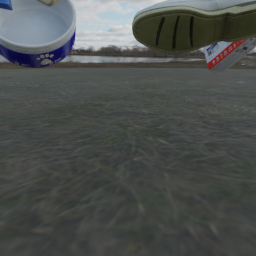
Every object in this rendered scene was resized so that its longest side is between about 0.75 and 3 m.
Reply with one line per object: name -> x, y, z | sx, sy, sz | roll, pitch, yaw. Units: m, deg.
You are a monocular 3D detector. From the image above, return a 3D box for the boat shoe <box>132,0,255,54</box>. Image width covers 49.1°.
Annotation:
boat shoe -> 1.223, -1.936, 4.864 | 2.402, 0.898, 0.821 | -5, 57, -5

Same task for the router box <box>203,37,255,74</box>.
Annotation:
router box -> 2.947, -2.835, 7.830 | 0.495, 1.820, 2.027 | 9, -30, -28

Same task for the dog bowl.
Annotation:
dog bowl -> -2.971, -3.247, 8.786 | 2.652, 2.652, 1.044 | -3, -24, -13

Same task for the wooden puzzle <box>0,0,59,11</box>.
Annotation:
wooden puzzle -> -1.641, -3.458, 6.185 | 1.950, 0.338, 2.891 | 25, 63, 23
